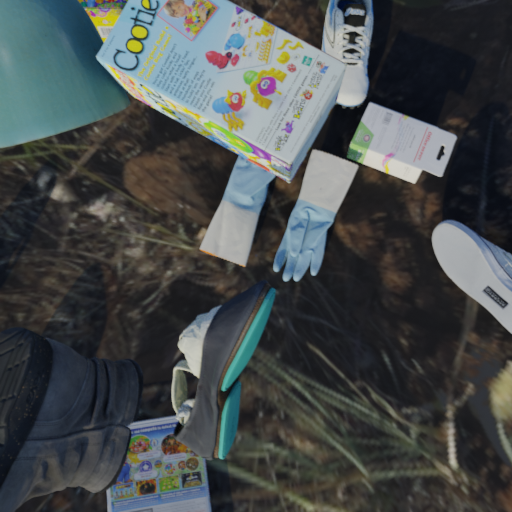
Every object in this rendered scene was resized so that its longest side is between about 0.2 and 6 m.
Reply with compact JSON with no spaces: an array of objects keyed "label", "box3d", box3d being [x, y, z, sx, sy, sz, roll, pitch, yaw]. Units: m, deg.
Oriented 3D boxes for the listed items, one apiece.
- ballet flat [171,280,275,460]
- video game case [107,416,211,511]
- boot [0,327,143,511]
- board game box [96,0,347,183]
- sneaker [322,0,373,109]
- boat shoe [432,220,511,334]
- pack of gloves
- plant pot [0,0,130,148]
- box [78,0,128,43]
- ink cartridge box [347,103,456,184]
[{"label":"ballet flat","box3d":[-0.465,1.184,5.848,0.881,2.412,0.881,10,32,-6]},{"label":"video game case","box3d":[-1.498,3.604,8.568,1.531,0.193,2.138,-8,70,-3]},{"label":"boot","box3d":[-2.098,2.197,5.442,0.964,1.819,2.764,14,74,36]},{"label":"board game box","box3d":[-0.380,-2.204,7.043,2.603,1.341,1.365,30,90,3]},{"label":"sneaker","box3d":[1.797,-4.212,10.978,1.012,1.021,2.816,4,71,0]},{"label":"boat shoe","box3d":[4.078,0.301,9.516,0.863,0.877,2.473,-27,66,-38]},{"label":"pack of gloves","box3d":[0.425,-0.833,10.143,2.089,0.491,2.486,21,80,4]},{"label":"plant pot","box3d":[-3.059,-2.623,7.516,2.233,2.233,1.792,-18,114,-6]},{"label":"box","box3d":[-2.425,-5.252,11.206,2.059,1.256,1.983,2,70,1]},{"label":"ink cartridge box","box3d":[2.690,-2.030,10.398,1.724,0.580,1.010,24,72,8]}]
